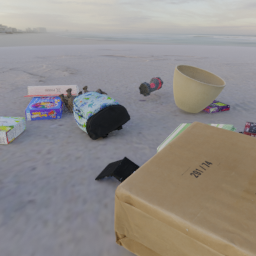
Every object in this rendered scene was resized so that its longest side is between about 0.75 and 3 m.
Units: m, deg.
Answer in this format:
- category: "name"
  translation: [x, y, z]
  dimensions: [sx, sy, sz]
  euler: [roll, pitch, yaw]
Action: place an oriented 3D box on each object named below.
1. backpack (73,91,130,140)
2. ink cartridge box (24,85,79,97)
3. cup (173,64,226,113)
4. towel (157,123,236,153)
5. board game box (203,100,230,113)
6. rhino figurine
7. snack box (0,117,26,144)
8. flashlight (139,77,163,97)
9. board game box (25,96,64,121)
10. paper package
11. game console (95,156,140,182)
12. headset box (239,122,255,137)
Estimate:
- category: "backpack"
  translation: [-1.192, -0.548, 10.302]
  dimensions: [1.676, 1.579, 2.054]
  euler: [-30, 17, -19]
- category: "ink cartridge box"
  translation: [-3.749, -1.848, 14.009]
  dimensions: [2.443, 0.546, 2.152]
  euler: [-3, 6, -7]
- category: "cup"
  translation: [2.854, -1.591, 12.128]
  dimensions: [2.217, 1.586, 2.217]
  euler: [13, 28, -7]
- category: "towel"
  translation: [1.888, 0.354, 8.068]
  dimensions: [1.516, 0.232, 1.987]
  euler: [-41, 24, -29]
- category: "board game box"
  translation: [3.705, -1.140, 13.253]
  dimensions: [1.161, 0.313, 1.935]
  euler: [-4, 21, -22]
- category: "rhino figurine"
  translation: [-1.908, -1.346, 12.936]
  dimensions: [2.396, 0.716, 1.048]
  euler: [-17, 71, -40]
- category: "snack box"
  translation: [-4.802, 0.043, 9.797]
  dimensions: [1.950, 0.517, 1.387]
  euler: [2, 21, 5]
- category: "flashlight"
  translation: [1.184, -2.212, 14.553]
  dimensions: [0.730, 0.733, 2.156]
  euler: [31, 25, 16]
- category: "board game box"
  translation: [-3.607, -0.912, 12.350]
  dimensions: [1.393, 0.464, 2.072]
  euler: [-3, 21, -8]
- category: "paper package"
  translation: [1.591, 1.295, 4.805]
  dimensions: [2.607, 1.415, 2.735]
  euler: [19, 36, 34]
- category: "game console"
  translation: [-0.236, 1.209, 7.365]
  dimensions: [0.848, 0.561, 0.964]
  euler: [35, 29, 5]
- category: "headset box"
  translation: [4.394, 0.266, 9.167]
  dimensions: [1.463, 0.549, 1.087]
  euler: [10, 23, 23]
